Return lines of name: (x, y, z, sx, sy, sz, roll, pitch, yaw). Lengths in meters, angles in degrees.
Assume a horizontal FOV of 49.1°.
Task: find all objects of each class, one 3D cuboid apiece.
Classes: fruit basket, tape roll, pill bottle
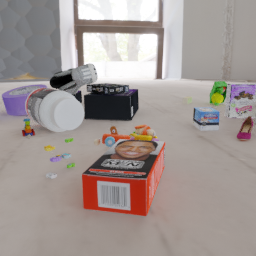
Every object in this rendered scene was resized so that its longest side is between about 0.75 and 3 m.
fruit basket: (5.445, -1.921, 16.714, 1.092, 1.514, 1.514, -2, 13, -7)
tape roll: (-4.996, -1.431, 13.866, 2.180, 0.926, 2.180, -6, 23, 3)
pill bottle: (-2.681, -0.672, 10.275, 1.473, 1.473, 2.661, -9, 16, -34)

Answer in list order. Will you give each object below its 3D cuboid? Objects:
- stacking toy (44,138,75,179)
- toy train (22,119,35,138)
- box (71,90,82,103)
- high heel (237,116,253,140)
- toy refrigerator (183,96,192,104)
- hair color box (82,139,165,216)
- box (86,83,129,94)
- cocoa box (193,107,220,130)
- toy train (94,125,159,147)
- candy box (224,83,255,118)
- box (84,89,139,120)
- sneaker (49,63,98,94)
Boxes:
stacking toy: (-1.476, 0.653, 6.228, 0.216, 0.694, 0.920, 7, 14, 28)
toy train: (-3.353, 0.007, 9.412, 0.391, 0.534, 0.923, -6, 14, -23)
box: (-3.610, -1.745, 16.549, 1.474, 0.823, 2.088, -3, 13, 0)
high heel: (3.860, -0.002, 9.219, 0.446, 0.636, 1.322, 6, 14, 25)
toy refrigerator: (3.692, -1.712, 17.313, 0.353, 0.384, 1.010, 7, 14, 27)
hair color box: (0.046, 0.825, 5.482, 1.126, 0.679, 2.219, 2, 12, 14)
box: (-0.901, -1.756, 12.383, 1.522, 0.331, 1.219, 12, 18, 41)
cocoa box: (2.951, -0.369, 10.651, 0.725, 0.713, 1.087, 0, 13, -1)
toy train: (0.007, 0.175, 7.556, 1.621, 0.600, 2.158, 3, 0, 2)
candy box: (5.108, -1.226, 12.595, 1.273, 1.518, 0.543, 0, 13, -2)
box: (-0.681, -1.193, 13.352, 2.101, 1.174, 2.977, -1, 13, 8)
sneaker: (-2.624, -1.934, 11.517, 1.646, 1.069, 2.850, -22, 5, -39)
